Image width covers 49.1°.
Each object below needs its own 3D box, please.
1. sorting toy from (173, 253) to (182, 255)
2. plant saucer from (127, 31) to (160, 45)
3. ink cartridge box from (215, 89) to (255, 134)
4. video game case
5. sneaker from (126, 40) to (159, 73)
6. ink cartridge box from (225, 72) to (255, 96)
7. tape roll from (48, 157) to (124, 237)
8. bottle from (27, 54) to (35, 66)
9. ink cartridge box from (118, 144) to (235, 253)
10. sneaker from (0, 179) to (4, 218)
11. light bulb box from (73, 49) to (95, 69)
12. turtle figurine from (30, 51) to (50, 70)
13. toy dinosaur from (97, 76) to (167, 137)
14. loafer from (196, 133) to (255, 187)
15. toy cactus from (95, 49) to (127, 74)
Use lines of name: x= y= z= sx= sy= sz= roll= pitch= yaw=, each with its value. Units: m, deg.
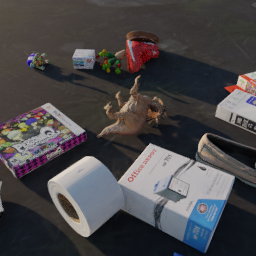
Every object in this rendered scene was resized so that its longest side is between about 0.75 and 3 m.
sorting toy: x=1.469 y=3.014 z=4.989 sx=1.921 sy=1.082 sz=0.262 roll=35 pitch=87 yaw=36
plant saucer: x=0.728 y=-4.290 z=13.773 sx=1.649 sy=1.649 sz=0.284 roll=7 pitch=84 yaw=1
ink cartridge box: x=4.593 y=-0.314 z=9.286 sx=2.944 sy=0.577 sz=1.464 roll=29 pitch=47 yaw=33
video game case: x=-2.880 y=0.253 z=8.685 sx=2.402 sy=0.430 sz=2.177 roll=-30 pitch=48 yaw=-32
sneaker: x=0.726 y=-3.390 z=12.748 sx=1.537 sy=1.042 sz=2.660 roll=-3 pitch=40 yaw=-2
ink cartridge box: x=4.946 y=-1.716 z=11.067 sx=1.918 sy=0.483 sz=1.045 roll=-14 pitch=41 yaw=-18
tape roll: x=-0.948 y=1.512 z=6.294 sx=1.480 sy=1.480 sz=1.016 roll=31 pitch=48 yaw=33
bottle: x=-4.469 y=-3.195 z=13.069 sx=0.366 sy=0.286 sz=0.876 roll=-8 pitch=39 yaw=-4
ink cartridge box: x=1.108 y=1.537 z=6.672 sx=2.271 sy=0.975 sz=1.663 roll=22 pitch=44 yaw=23
sneaker: x=-3.229 y=1.861 z=6.722 sx=0.583 sy=0.537 sz=1.457 roll=8 pitch=42 yaw=-11
light bulb box: x=-1.992 y=-3.150 z=12.788 sx=0.895 sy=0.564 sz=0.903 roll=2 pitch=40 yaw=2
turtle figurine: x=-3.875 y=-3.009 z=12.550 sx=0.687 sy=0.955 sz=0.926 roll=42 pitch=41 yaw=-3
toy dinosaur: x=0.274 y=-0.402 z=9.117 sx=2.644 sy=1.792 sz=1.135 roll=-49 pitch=14 yaw=-19
loafer: x=3.257 y=0.899 z=7.515 sx=2.812 sy=0.884 sz=1.011 roll=16 pitch=42 yaw=19
toy cactus: x=-0.655 y=-3.054 z=12.356 sx=1.293 sy=0.801 sz=1.567 roll=-38 pitch=51 yaw=-8
